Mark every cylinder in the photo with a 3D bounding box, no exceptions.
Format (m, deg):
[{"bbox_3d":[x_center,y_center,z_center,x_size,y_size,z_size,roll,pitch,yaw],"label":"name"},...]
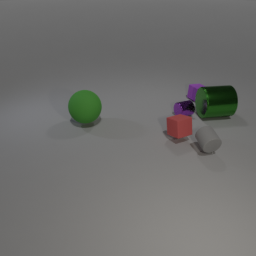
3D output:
[{"bbox_3d":[2.833,0.399,9.902,0.700,0.700,0.700,-7,43,-12],"label":"cylinder"},{"bbox_3d":[3.917,-1.174,12.507,1.400,1.400,1.400,-4,29,-8],"label":"cylinder"},{"bbox_3d":[2.541,-0.866,12.689,0.700,0.700,0.700,-13,31,-21],"label":"cylinder"}]

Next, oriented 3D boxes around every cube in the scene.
[{"bbox_3d":[1.963,-0.075,10.702,0.700,0.700,0.700,-14,19,-26],"label":"cube"},{"bbox_3d":[3.574,-1.839,14.434,0.700,0.700,0.700,-9,29,-25],"label":"cube"}]

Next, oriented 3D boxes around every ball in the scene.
[{"bbox_3d":[-1.804,-0.896,11.767,1.400,1.400,1.400,0,28,0],"label":"ball"}]
